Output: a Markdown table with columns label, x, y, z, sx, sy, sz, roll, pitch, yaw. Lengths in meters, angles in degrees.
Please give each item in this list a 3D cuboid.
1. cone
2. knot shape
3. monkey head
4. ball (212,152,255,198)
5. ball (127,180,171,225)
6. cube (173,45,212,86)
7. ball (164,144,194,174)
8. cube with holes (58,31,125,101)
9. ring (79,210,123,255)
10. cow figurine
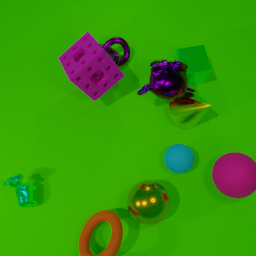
| label | x | y | z | sx | sy | sz | roll | pitch | yaw |
| --- | --- | --- | --- | --- | --- | --- | --- | --- | --- |
| cone | 2.062 | -0.613 | 8.279 | 1.253 | 1.258 | 1.253 | 0 | 89 | -21 |
| knot shape | -0.575 | -2.480 | 9.458 | 1.394 | 0.688 | 1.490 | -26 | 73 | -9 |
| monkey head | 1.097 | -1.451 | 8.322 | 1.890 | 1.359 | 1.139 | -6 | 111 | -20 |
| ball | 2.899 | 1.264 | 7.540 | 1.230 | 1.230 | 1.230 | 0 | 71 | 0 |
| ball | 0.562 | 2.014 | 7.610 | 1.184 | 1.184 | 1.184 | 0 | 71 | 0 |
| cube | 2.049 | -2.008 | 9.155 | 0.931 | 0.931 | 0.931 | -10 | 72 | -4 |
| ball | 1.487 | 0.889 | 8.138 | 0.858 | 0.858 | 0.858 | 0 | 71 | 0 |
| cube with holes | -1.099 | -1.829 | 8.400 | 1.209 | 1.209 | 1.209 | -39 | 50 | 8 |
| ring | -0.733 | 2.877 | 7.364 | 1.455 | 0.291 | 1.455 | -27 | 42 | 27 |
| cow figurine | -2.998 | 1.774 | 7.825 | 0.531 | 0.951 | 0.967 | -20 | 67 | 23 |
